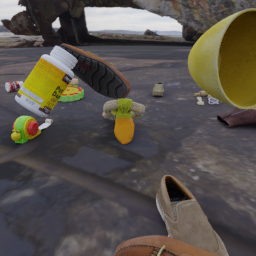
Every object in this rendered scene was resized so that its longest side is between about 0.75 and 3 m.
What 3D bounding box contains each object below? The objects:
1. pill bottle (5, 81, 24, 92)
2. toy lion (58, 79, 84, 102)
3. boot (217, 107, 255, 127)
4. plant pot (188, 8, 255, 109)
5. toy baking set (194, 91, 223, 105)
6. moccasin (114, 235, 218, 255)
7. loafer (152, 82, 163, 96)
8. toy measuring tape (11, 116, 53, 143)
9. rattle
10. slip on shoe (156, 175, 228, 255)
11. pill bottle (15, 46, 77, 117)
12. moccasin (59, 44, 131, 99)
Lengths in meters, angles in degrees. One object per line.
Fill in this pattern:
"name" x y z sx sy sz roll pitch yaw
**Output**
"pill bottle" -6.990 -2.581 17.315 0.990 0.565 0.565 -18 28 -39
"toy lion" -3.717 -2.072 15.940 2.399 0.824 2.300 -2 29 -4
"boot" 4.956 -0.267 11.405 1.851 0.805 2.225 -17 25 -9
"plant pot" 2.594 -1.756 7.439 2.360 2.360 1.675 -11 15 -27
"toy baking set" 4.677 -1.709 15.398 2.683 0.312 2.059 -8 22 -19
"moccasin" 0.851 2.329 4.316 2.288 0.837 0.883 16 16 15
"loafer" 1.769 -2.288 16.527 0.660 0.585 1.735 2 21 4
"toy measuring tape" -3.624 -0.182 10.688 0.908 0.908 2.468 5 22 14
"rattle" -0.392 -0.111 11.254 1.643 1.803 2.524 -5 -9 -35
"slip on shoe" 1.195 1.803 5.660 0.912 0.727 2.399 -4 21 -10
"pill bottle" -2.300 -1.354 8.111 1.059 1.939 1.059 33 -1 1
"moccasin" -1.138 -1.945 9.700 3.018 1.104 1.165 28 21 23
